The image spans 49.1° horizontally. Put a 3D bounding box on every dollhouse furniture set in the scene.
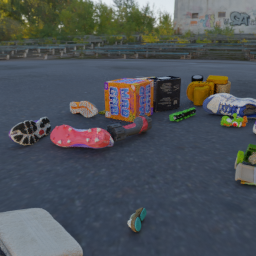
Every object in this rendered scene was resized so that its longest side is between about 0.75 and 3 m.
[{"bbox_3d":[3.348,1.149,7.691,0.784,0.605,1.568,13,40,15],"label":"dollhouse furniture set"}]

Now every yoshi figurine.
[{"bbox_3d":[4.427,-0.327,11.846,1.043,0.586,0.584,-1,2,4],"label":"yoshi figurine"}]

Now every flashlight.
[{"bbox_3d":[0.057,-0.048,10.363,0.698,0.701,2.063,13,17,40],"label":"flashlight"}]

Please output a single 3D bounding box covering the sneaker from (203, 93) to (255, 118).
[{"bbox_3d":[4.936,-1.004,13.054,2.768,1.042,1.220,2,18,9],"label":"sneaker"}]

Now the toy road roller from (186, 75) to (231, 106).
[{"bbox_3d":[4.462,-1.982,15.647,2.338,1.437,1.707,5,33,17],"label":"toy road roller"}]

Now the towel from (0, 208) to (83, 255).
[{"bbox_3d":[-1.669,1.889,4.874,1.100,0.286,1.661,5,11,-42],"label":"towel"}]

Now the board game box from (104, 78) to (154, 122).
[{"bbox_3d":[0.068,-1.368,13.113,1.673,1.673,1.674,11,21,31],"label":"board game box"}]

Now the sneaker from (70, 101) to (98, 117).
[{"bbox_3d":[-2.022,-0.989,13.541,0.742,0.752,1.923,-11,19,-43],"label":"sneaker"}]

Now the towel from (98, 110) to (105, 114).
[{"bbox_3d":[-0.890,-0.910,14.248,0.598,0.126,1.391,10,20,27],"label":"towel"}]

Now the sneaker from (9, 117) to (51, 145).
[{"bbox_3d":[-3.650,0.159,10.253,0.882,0.852,2.114,-11,6,16],"label":"sneaker"}]

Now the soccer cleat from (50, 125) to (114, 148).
[{"bbox_3d":[-1.615,0.369,9.565,2.360,0.787,0.903,0,-24,29],"label":"soccer cleat"}]

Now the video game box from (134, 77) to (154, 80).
[{"bbox_3d":[0.798,-2.121,16.093,2.647,0.620,2.411,-8,39,-19],"label":"video game box"}]

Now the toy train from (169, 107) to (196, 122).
[{"bbox_3d":[2.566,-0.643,13.068,0.517,0.383,1.835,2,14,42],"label":"toy train"}]

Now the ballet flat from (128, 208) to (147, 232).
[{"bbox_3d":[0.152,1.839,5.593,0.274,0.257,0.759,-15,12,21],"label":"ballet flat"}]

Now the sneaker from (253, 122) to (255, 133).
[{"bbox_3d":[5.638,-0.054,10.725,1.576,0.658,0.636,0,18,-2],"label":"sneaker"}]

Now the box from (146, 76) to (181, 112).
[{"bbox_3d":[1.818,-1.791,14.493,1.607,1.634,0.959,-11,21,-31],"label":"box"}]
